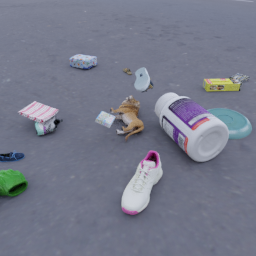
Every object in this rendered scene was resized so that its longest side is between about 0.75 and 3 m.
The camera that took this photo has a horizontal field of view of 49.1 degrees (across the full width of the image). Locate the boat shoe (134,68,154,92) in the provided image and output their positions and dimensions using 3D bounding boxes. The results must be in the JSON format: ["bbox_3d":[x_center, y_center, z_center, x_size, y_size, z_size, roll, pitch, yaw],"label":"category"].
[{"bbox_3d":[0.744,-1.791,11.581,0.657,0.843,1.857,-25,30,18],"label":"boat shoe"}]

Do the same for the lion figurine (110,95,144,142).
[{"bbox_3d":[0.109,-0.360,11.773,1.488,0.880,2.429,-6,47,-22],"label":"lion figurine"}]

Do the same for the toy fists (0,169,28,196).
[{"bbox_3d":[-4.011,1.866,8.470,0.933,0.629,1.830,34,45,30],"label":"toy fists"}]

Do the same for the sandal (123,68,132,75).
[{"bbox_3d":[-0.016,-3.426,16.742,0.353,0.237,0.879,-15,36,-21],"label":"sandal"}]

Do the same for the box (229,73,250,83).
[{"bbox_3d":[6.303,-2.822,15.849,0.916,0.225,0.739,-26,40,-33],"label":"box"}]

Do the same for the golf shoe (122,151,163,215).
[{"bbox_3d":[0.414,1.574,8.530,0.855,1.039,2.270,14,38,18],"label":"golf shoe"}]

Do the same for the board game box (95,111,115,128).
[{"bbox_3d":[-0.832,-0.330,10.395,0.576,0.147,0.857,23,24,0],"label":"board game box"}]

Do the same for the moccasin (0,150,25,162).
[{"bbox_3d":[-4.175,1.014,10.009,0.879,0.300,0.354,-10,35,-15],"label":"moccasin"}]

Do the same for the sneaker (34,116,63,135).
[{"bbox_3d":[-3.344,-0.325,11.817,1.145,0.636,1.637,-10,43,-18],"label":"sneaker"}]

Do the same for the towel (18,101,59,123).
[{"bbox_3d":[-3.653,-0.687,11.440,1.347,0.201,0.986,20,40,20],"label":"towel"}]

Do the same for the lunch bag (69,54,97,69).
[{"bbox_3d":[-2.755,-4.183,17.569,1.617,0.611,1.296,17,35,25],"label":"lunch bag"}]

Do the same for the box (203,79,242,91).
[{"bbox_3d":[4.983,-2.285,14.815,1.849,0.463,0.696,-1,34,-2],"label":"box"}]

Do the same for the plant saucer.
[{"bbox_3d":[4.121,-0.286,11.973,2.269,0.311,2.269,0,33,0],"label":"plant saucer"}]

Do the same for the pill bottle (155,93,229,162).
[{"bbox_3d":[2.229,-0.198,10.627,1.639,1.639,2.941,-13,36,-19],"label":"pill bottle"}]
